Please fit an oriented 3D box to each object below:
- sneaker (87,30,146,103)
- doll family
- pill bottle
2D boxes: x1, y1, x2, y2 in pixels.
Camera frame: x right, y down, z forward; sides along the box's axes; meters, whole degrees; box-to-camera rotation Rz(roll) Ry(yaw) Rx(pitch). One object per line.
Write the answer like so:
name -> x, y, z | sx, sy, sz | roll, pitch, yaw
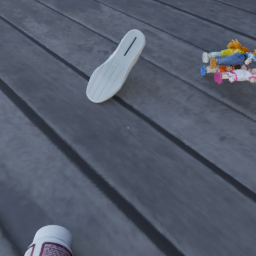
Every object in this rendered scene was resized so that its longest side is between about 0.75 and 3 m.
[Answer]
sneaker -> -0.305, -1.836, 8.821 | 0.945, 0.916, 2.587 | 39, 89, 4
doll family -> 3.249, -2.091, 8.541 | 1.547, 1.123, 2.492 | -6, 20, 1
pill bottle -> -1.388, 2.454, 4.720 | 0.855, 0.855, 1.498 | -2, 26, -2
